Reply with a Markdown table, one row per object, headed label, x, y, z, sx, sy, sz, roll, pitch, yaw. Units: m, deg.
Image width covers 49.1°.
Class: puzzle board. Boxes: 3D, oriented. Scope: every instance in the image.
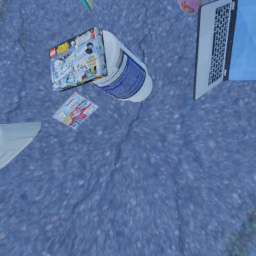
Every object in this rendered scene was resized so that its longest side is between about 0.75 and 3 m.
| label | x | y | z | sx | sy | sz | roll | pitch | yaw |
| --- | --- | --- | --- | --- | --- | --- | --- | --- | --- |
| puzzle board | -1.170 | -0.359 | 6.246 | 0.866 | 0.653 | 0.075 | -41 | 40 | 23 |

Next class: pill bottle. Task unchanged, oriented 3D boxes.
| label | x | y | z | sx | sy | sz | roll | pitch | yaw |
| --- | --- | --- | --- | --- | --- | --- | --- | --- | --- |
| pill bottle | -0.203 | -1.196 | 6.046 | 1.023 | 1.843 | 1.023 | -9 | 72 | 29 |

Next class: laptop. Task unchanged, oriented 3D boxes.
| label | x | y | z | sx | sy | sz | roll | pitch | yaw |
| --- | --- | --- | --- | --- | --- | --- | --- | --- | --- |
| laptop | 2.774 | -1.906 | 6.652 | 1.355 | 2.190 | 2.338 | 23 | 42 | 37 |

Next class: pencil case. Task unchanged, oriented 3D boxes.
| label | x | y | z | sx | sy | sz | roll | pitch | yaw |
| --- | --- | --- | --- | --- | --- | --- | --- | --- | --- |
| pencil case | 1.491 | -3.662 | 7.190 | 0.705 | 1.613 | 0.705 | -6 | 76 | 24 |

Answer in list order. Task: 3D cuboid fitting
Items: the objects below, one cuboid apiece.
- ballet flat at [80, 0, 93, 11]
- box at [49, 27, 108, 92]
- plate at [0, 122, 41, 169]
| label | x | y | z | sx | sy | sz | roll | pitch | yaw |
| --- | --- | --- | --- | --- | --- | --- | --- | --- | --- |
| ballet flat | -1.094 | -3.255 | 6.206 | 0.452 | 1.451 | 0.489 | -43 | 53 | 3 |
| box | -0.845 | -1.093 | 4.624 | 1.110 | 0.221 | 0.760 | -10 | 85 | 36 |
| plate | -2.926 | 0.568 | 6.274 | 1.842 | 1.846 | 0.298 | -40 | 85 | 10 |
